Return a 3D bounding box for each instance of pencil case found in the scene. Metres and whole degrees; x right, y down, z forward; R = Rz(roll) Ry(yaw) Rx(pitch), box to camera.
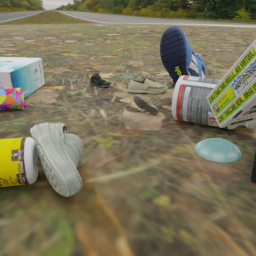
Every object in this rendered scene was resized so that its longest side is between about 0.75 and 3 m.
[{"bbox_3d":[-3.820,-0.793,8.201,1.549,0.685,0.685,-4,24,-14],"label":"pencil case"}]

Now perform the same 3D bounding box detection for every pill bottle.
[{"bbox_3d":[2.258,-0.626,7.097,2.074,1.202,1.202,12,27,23],"label":"pill bottle"},{"bbox_3d":[-2.353,0.618,4.788,1.491,0.815,0.815,-5,25,-10],"label":"pill bottle"}]

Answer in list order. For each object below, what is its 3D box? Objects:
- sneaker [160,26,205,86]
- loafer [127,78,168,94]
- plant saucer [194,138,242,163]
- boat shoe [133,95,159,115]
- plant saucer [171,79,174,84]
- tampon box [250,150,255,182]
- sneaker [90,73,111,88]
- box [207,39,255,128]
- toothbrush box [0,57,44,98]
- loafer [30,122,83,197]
[{"bbox_3d":[1.706,-1.922,8.384,0.891,2.409,0.991,0,36,42],"label":"sneaker"},{"bbox_3d":[0.701,-1.496,9.900,1.437,0.490,0.544,-2,24,-4],"label":"loafer"},{"bbox_3d":[1.936,0.415,6.019,0.986,0.190,0.986,-1,24,0],"label":"plant saucer"},{"bbox_3d":[0.505,-0.680,7.946,0.832,0.315,0.299,36,32,-12],"label":"boat shoe"},{"bbox_3d":[2.350,-1.743,10.746,1.379,0.258,1.379,0,25,0],"label":"plant saucer"},{"bbox_3d":[3.608,0.184,4.888,2.392,1.510,1.793,12,27,26],"label":"tampon box"},{"bbox_3d":[-1.064,-1.817,10.633,0.867,0.497,0.332,15,30,25],"label":"sneaker"},{"bbox_3d":[2.652,-0.817,3.486,2.926,1.610,0.508,-12,68,-17],"label":"box"},{"bbox_3d":[-4.254,-1.726,9.711,1.839,1.071,2.512,3,23,6],"label":"toothbrush box"},{"bbox_3d":[-1.231,0.414,5.218,0.849,0.851,2.433,-18,28,-20],"label":"loafer"}]
